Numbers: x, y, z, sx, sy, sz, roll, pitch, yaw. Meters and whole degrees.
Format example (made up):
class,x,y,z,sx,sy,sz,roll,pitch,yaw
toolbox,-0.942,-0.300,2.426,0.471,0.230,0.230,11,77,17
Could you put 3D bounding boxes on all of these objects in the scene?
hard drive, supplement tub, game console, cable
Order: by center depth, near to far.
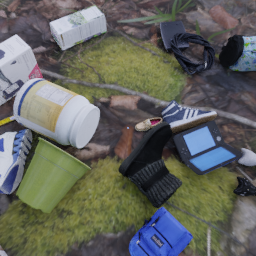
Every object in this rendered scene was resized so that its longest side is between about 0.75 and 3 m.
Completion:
class,x,y,z,sx,sy,sz,roll,pitch,yaw
game console,2.947,0.674,10.486,1.942,1.149,1.658,-21,83,-12
supplement tub,-2.675,-0.541,10.729,2.762,1.994,1.994,25,64,13
cable,3.005,-3.667,13.074,1.876,0.584,2.299,-29,76,-11
hard drive,2.268,-4.543,13.900,1.234,0.387,1.830,-6,61,-3

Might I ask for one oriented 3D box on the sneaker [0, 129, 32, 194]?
class,x,y,z,sx,sy,sz,roll,pitch,yaw
sneaker,-4.676,1.157,10.441,1.500,1.049,2.597,3,54,6

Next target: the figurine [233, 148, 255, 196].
class,x,y,z,sx,sy,sz,roll,pitch,yaw
figurine,4.938,1.754,10.185,1.960,0.865,2.008,13,61,12

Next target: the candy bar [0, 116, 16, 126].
class,x,y,z,sx,sy,sz,roll,pitch,yaw
candy bar,-5.009,-0.316,11.695,1.016,0.113,0.253,-24,64,-13

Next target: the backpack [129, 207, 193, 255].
class,x,y,z,sx,sy,sz,roll,pitch,yaw
backpack,0.891,3.555,8.755,1.819,1.526,1.478,-41,61,-16

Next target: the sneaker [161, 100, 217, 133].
class,x,y,z,sx,sy,sz,roll,pitch,yaw
sneaker,2.441,-0.625,11.496,2.195,0.769,1.191,-15,64,-5

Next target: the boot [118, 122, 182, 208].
class,x,y,z,sx,sy,sz,roll,pitch,yaw
boot,1.241,1.293,10.214,2.076,1.045,2.776,36,77,25

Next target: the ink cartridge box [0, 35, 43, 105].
class,x,y,z,sx,sy,sz,roll,pitch,yaw
ink cartridge box,-5.210,-2.276,11.729,2.693,1.950,1.136,-40,68,-20

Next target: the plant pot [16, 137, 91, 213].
class,x,y,z,sx,sy,sz,roll,pitch,yaw
plant pot,-2.705,1.734,9.662,2.135,2.135,2.027,27,77,14

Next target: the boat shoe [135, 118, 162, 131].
class,x,y,z,sx,sy,sz,roll,pitch,yaw
boat shoe,0.858,-0.197,11.461,1.159,0.401,0.427,-16,62,-9

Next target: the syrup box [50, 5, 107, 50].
class,x,y,z,sx,sy,sz,roll,pitch,yaw
syrup box,-2.407,-4.928,13.741,2.537,1.033,0.999,-29,62,-15

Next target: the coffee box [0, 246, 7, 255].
class,x,y,z,sx,sy,sz,roll,pitch,yaw
coffee box,-4.381,4.265,8.793,1.002,0.698,1.752,-41,68,-20

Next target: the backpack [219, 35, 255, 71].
class,x,y,z,sx,sy,sz,roll,pitch,yaw
backpack,5.565,-3.334,12.562,2.226,1.816,1.711,-14,74,-13
